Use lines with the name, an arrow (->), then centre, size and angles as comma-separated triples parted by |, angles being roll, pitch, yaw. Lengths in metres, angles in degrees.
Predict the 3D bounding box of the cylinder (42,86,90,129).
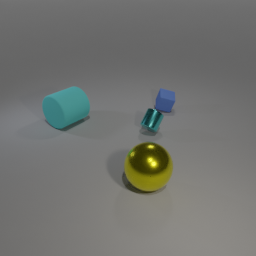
cylinder -> -2.532, -0.854, 11.518 | 1.400, 1.400, 1.400 | 20, 34, 32

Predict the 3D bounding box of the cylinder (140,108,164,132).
cylinder -> 0.928, -0.297, 10.827 | 0.700, 0.700, 0.700 | 26, -8, 4

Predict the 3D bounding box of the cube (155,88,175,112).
cube -> 1.680, -1.252, 12.653 | 0.700, 0.700, 0.700 | 14, 43, -7

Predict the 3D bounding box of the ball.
ball -> 0.584, 1.093, 7.989 | 1.400, 1.400, 1.400 | 0, 28, 0
